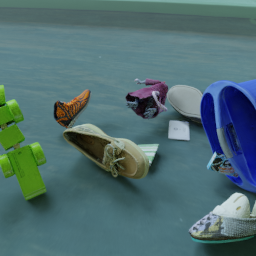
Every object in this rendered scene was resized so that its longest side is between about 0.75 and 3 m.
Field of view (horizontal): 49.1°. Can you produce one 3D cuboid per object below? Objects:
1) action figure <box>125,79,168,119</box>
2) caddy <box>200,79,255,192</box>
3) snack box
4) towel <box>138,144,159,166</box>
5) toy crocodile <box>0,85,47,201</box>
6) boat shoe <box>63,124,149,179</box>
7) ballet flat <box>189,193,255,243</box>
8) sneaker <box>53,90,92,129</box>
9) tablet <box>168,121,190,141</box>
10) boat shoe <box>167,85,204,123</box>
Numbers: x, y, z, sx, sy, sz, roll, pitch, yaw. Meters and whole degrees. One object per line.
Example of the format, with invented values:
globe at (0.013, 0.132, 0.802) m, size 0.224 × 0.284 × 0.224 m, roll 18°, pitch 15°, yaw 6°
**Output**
action figure at (0.761, -1.085, 8.458) m, size 1.365 × 1.228 × 1.833 m, roll -28°, pitch 11°, yaw 47°
caddy at (2.531, 0.123, 6.143) m, size 1.331 × 2.536 × 1.793 m, roll -21°, pitch 2°, yaw -23°
snack box at (2.256, 0.851, 6.421) m, size 0.752 × 0.437 × 0.139 m, roll 15°, pitch 29°, yaw -6°
towel at (0.407, 0.691, 7.225) m, size 0.640 × 0.098 × 0.839 m, roll -4°, pitch 30°, yaw 24°
toy crocodile at (-2.588, 0.283, 6.260) m, size 0.920 × 2.727 × 0.842 m, roll -27°, pitch 0°, yaw -23°
boat shoe at (-0.574, 0.574, 6.650) m, size 2.384 × 0.874 × 0.747 m, roll 22°, pitch 17°, yaw 36°
ballet flat at (2.331, 1.632, 5.252) m, size 2.473 × 0.889 × 0.889 m, roll 0°, pitch 35°, yaw -6°
sneaker at (-1.662, -0.692, 8.179) m, size 1.339 × 0.750 × 0.519 m, roll -58°, pitch 29°, yaw -9°
tablet at (1.512, 0.061, 8.291) m, size 0.600 × 0.063 × 0.923 m, roll 5°, pitch 35°, yaw 7°
boat shoe at (2.416, -0.482, 8.574) m, size 2.871 × 0.818 × 0.960 m, roll 30°, pitch 83°, yaw 40°
